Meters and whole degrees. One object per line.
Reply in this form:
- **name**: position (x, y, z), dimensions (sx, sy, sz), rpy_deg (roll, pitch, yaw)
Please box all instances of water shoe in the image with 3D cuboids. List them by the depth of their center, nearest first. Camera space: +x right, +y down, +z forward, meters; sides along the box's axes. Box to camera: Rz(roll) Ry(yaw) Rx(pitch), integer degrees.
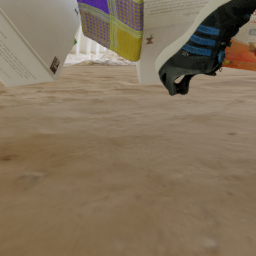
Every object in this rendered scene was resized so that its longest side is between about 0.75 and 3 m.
- **water shoe**: position (1.500, -1.430, 4.945), dimensions (0.886, 0.978, 2.479), rpy_deg (-11, -17, -36)

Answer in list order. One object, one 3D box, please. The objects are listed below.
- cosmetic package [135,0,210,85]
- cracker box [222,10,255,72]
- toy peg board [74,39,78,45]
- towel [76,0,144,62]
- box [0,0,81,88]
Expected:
- **cosmetic package**: position (1.219, -3.234, 8.514), dimensions (2.347, 2.804, 2.332), rpy_deg (-8, -28, 0)
- **cracker box**: position (2.815, -2.515, 5.671), dimensions (1.772, 2.645, 0.763), rpy_deg (9, 1, 8)
- **toy peg board**: position (-2.699, -3.068, 10.585), dimensions (1.908, 0.933, 1.901), rpy_deg (-36, 8, 3)
- **towel**: position (-0.442, -2.497, 5.908), dimensions (1.793, 0.284, 2.496), rpy_deg (34, -19, 12)
- **box**: position (-2.859, -3.013, 7.306), dimensions (1.820, 2.784, 2.769), rpy_deg (-4, 55, 23)
